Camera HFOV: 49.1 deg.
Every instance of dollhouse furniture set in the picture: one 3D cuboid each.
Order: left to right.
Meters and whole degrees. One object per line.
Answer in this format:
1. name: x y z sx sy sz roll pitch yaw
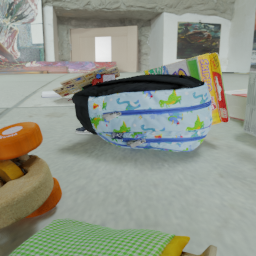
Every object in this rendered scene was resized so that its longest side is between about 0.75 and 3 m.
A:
1. dollhouse furniture set: -0.375 0.796 1.467 1.467 1.123 2.239 6 15 23

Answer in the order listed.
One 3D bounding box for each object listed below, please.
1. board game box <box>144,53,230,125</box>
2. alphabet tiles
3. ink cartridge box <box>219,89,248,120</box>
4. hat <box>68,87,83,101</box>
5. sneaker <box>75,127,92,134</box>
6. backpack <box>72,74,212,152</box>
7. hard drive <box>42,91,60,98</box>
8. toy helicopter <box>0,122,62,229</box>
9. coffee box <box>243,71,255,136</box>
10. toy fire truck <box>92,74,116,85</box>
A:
1. board game box: 1.249 -0.863 6.751 0.449 1.431 2.995 -17 10 -20
2. alphabet tiles: -1.731 -1.981 12.224 2.860 0.091 2.380 -20 -5 0
3. ink cartridge box: 4.050 -0.794 8.840 2.248 0.759 1.309 -9 17 -27
4. hat: -2.005 -1.286 12.339 0.919 0.809 0.761 36 7 -12
5. sneaker: -0.883 -0.010 6.608 0.753 0.299 0.295 1 15 10
6. backpack: 0.454 -0.354 5.548 2.374 1.825 1.936 -16 1 28
7. hard drive: -3.755 -1.645 13.639 0.826 0.159 1.253 -4 14 -15
8. toy helicopter: -1.915 0.776 2.708 2.377 0.938 1.572 -9 22 6
9. coffee box: 3.588 -0.482 6.046 1.452 1.455 1.438 -3 14 -11
10. toy fire truck: -1.066 -1.690 11.702 0.769 1.151 1.371 12 17 42
